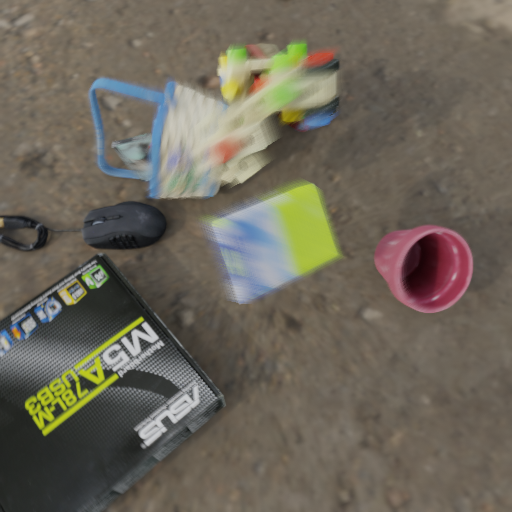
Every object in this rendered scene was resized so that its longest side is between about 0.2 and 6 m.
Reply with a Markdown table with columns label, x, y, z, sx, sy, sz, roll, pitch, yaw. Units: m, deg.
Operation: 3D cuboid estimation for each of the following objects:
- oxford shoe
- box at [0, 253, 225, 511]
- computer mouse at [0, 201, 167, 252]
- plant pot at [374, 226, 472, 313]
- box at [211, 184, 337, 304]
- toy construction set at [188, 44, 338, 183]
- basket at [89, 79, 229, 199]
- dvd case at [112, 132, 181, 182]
| label | x | y | z | sx | sy | sz | roll | pitch | yaw |
| --- | --- | --- | --- | --- | --- | --- | --- | --- | --- |
| oxford shoe | 0.568 | -3.220 | 10.374 | 0.795 | 0.749 | 2.127 | -24 | 70 | -21 |
| box | -2.503 | 1.886 | 7.759 | 3.048 | 0.724 | 2.944 | -37 | 66 | -17 |
| computer mouse | -2.945 | -0.520 | 9.124 | 2.952 | 0.502 | 0.865 | -2 | 64 | -1 |
| plant pot | 2.322 | 0.103 | 8.189 | 1.210 | 1.083 | 1.210 | -4 | 104 | -16 |
| box | 0.186 | -0.163 | 6.688 | 1.601 | 0.382 | 0.976 | -25 | 100 | -33 |
| toy construction set | 0.143 | -2.425 | 8.541 | 2.174 | 1.528 | 3.316 | 1 | 36 | 11 |
| basket | -1.555 | -1.882 | 9.066 | 2.130 | 1.878 | 1.481 | 12 | 54 | 2 |
| dvd case | -1.509 | -1.641 | 9.111 | 1.326 | 0.968 | 0.146 | -7 | 59 | 17 |
